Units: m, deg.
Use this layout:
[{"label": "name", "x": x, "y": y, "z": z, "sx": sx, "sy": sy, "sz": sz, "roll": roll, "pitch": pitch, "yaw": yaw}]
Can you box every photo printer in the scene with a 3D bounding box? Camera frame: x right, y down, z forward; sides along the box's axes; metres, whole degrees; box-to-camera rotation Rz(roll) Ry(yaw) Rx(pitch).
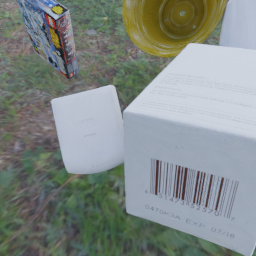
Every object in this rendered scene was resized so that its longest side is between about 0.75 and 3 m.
[{"label": "photo printer", "x": -0.685, "y": 0.078, "z": 5.213, "sx": 1.254, "sy": 0.523, "sz": 1.507, "roll": -13, "pitch": 85, "yaw": 3}]

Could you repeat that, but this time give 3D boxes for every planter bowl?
[{"label": "planter bowl", "x": 1.301, "y": -3.191, "z": 7.441, "sx": 2.755, "sy": 2.755, "sz": 1.147, "roll": 26, "pitch": 16, "yaw": 24}]

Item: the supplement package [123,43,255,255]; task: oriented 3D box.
[{"label": "supplement package", "x": 1.317, "y": -0.025, "z": 4.311, "sx": 1.732, "sy": 1.738, "sz": 2.963, "roll": 13, "pitch": 35, "yaw": 22}]

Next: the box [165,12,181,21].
[{"label": "box", "x": 1.018, "y": -3.364, "z": 9.570, "sx": 1.489, "sy": 1.200, "sz": 0.366, "roll": -9, "pitch": 64, "yaw": 1}]

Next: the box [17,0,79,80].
[{"label": "box", "x": -1.779, "y": -2.127, "z": 6.338, "sx": 1.328, "sy": 1.939, "sz": 0.387, "roll": 40, "pitch": 68, "yaw": 14}]

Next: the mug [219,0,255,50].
[{"label": "mug", "x": 3.148, "y": -2.076, "z": 6.667, "sx": 1.981, "sy": 2.031, "sz": 2.474, "roll": -6, "pitch": -7, "yaw": 35}]
